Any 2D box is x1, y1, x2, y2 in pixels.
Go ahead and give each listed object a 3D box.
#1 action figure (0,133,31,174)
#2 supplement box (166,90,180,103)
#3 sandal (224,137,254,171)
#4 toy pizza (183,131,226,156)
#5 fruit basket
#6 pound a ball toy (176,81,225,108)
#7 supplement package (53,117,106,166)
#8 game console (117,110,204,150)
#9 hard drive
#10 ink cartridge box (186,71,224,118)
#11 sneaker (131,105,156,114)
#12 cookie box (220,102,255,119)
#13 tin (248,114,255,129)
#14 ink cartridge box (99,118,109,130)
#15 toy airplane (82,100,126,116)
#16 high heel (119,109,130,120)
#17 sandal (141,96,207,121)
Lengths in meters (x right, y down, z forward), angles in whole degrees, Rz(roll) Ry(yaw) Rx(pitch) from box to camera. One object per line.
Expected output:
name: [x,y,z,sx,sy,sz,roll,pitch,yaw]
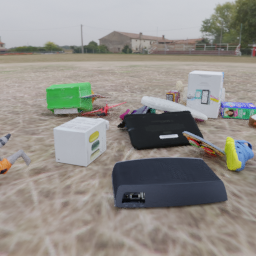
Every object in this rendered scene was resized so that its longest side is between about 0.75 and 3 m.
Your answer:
action figure: [-3.748,0.787,6.324,2.264,1.184,2.190,10,11,32]
supplement box: [2.444,-1.659,15.141,0.469,0.605,1.096,8,19,25]
sandal: [3.022,0.668,7.529,0.732,0.668,1.681,9,20,14]
toy pizza: [2.108,0.493,7.888,1.333,0.211,1.333,29,0,0]
fruit basket: [-2.453,-1.299,13.245,2.770,1.402,2.991,-2,-2,10]
pound a ball toy: [3.517,-1.534,13.700,2.298,0.976,1.499,5,-17,15]
supplement package: [-1.312,0.346,7.938,0.970,0.977,1.287,6,18,19]
game console: [1.029,0.180,9.783,2.415,1.405,2.124,-5,48,-14]
hard drive: [0.818,1.134,6.192,2.323,0.492,1.566,-2,17,-6]
ink cartridge box: [3.435,-1.527,12.513,1.373,1.880,1.379,8,18,21]
sneaker: [0.609,-0.731,11.900,0.919,0.781,2.100,0,17,17]
cookie box: [4.876,-0.778,12.408,1.371,0.515,1.173,4,17,12]
tin: [5.625,-0.325,11.211,2.017,0.422,1.129,-16,19,-42]
ink cartridge box: [-1.688,-0.168,10.686,1.301,0.405,1.617,-12,22,-35]
toy airplane: [-1.058,-0.861,12.834,2.115,0.389,2.115,-15,18,5]
high heel: [-0.154,-0.611,12.215,0.470,0.330,0.980,9,29,-5]
sandal: [1.815,-0.629,11.381,2.968,0.729,1.208,14,18,-19]
